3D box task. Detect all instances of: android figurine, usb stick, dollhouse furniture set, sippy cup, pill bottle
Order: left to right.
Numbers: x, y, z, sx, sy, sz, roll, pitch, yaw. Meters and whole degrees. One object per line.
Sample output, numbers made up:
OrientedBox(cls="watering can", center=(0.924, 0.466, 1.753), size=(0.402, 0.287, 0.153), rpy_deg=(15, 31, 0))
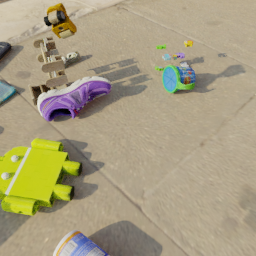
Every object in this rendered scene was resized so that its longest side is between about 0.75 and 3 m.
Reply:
OrientedBox(cls="usb stick", center=(-6.255, -3.125, 12.739), size=(0.735, 0.432, 2.652), rpy_deg=(11, 48, 11))
OrientedBox(cls="android figurine", center=(-2.900, 1.390, 8.498), size=(2.817, 0.579, 2.564), rpy_deg=(9, 48, 6))
OrientedBox(cls="dollhouse furniture set", center=(-3.191, -2.085, 10.634), size=(1.404, 2.114, 1.853), rpy_deg=(-17, 49, -15))
OrientedBox(cls="pill bottle", center=(-0.892, 3.228, 6.560), size=(1.619, 0.907, 0.907), rpy_deg=(30, 54, 23))
OrientedBox(cls="sippy cup", center=(2.114, -2.029, 11.377), size=(1.061, 1.136, 1.447), rpy_deg=(-11, 74, -25))

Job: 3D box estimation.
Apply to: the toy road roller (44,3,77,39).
OrientedBox(cls="toy road roller", center=(-1.804, -2.918, 7.536), size=(0.544, 0.886, 0.647), rpy_deg=(-13, 63, 20))

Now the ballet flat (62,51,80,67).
OrientedBox(cls="ballet flat", center=(-2.797, -3.103, 12.705), size=(0.479, 0.452, 1.420), rpy_deg=(37, 57, 28))

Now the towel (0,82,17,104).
OrientedBox(cls="towel", center=(-5.655, -1.194, 11.105), size=(1.505, 0.223, 2.052), rpy_deg=(25, 52, 22))

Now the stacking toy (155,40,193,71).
OrientedBox(cls="stacking toy", center=(1.975, -3.147, 12.221), size=(1.634, 1.232, 0.384), rpy_deg=(-7, 48, -6))

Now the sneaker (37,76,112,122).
OrientedBox(cls="sneaker", center=(-1.889, -0.979, 10.558), size=(2.858, 1.152, 1.192), rpy_deg=(-23, 66, -9))
